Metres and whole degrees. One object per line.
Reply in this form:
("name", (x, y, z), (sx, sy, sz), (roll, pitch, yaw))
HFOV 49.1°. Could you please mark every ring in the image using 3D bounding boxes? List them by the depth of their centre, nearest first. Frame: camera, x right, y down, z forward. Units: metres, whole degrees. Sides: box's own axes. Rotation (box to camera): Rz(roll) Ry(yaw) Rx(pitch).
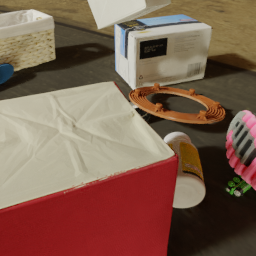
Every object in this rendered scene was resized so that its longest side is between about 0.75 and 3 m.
("ring", (1.494, -0.855, 8.503), (2.925, 0.281, 2.925), (7, 25, -3))

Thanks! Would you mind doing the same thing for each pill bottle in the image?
("pill bottle", (1.122, 0.826, 6.125), (0.919, 0.919, 1.652), (3, 36, 4))

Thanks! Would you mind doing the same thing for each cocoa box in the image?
("cocoa box", (1.188, -2.888, 10.401), (2.991, 1.995, 1.963), (-14, 38, -18))

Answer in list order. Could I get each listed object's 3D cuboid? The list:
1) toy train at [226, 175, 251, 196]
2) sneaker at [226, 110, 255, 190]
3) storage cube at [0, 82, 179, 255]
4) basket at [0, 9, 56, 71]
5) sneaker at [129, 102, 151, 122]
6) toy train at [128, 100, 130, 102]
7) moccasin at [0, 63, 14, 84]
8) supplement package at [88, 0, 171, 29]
("toy train", (2.687, 1.140, 6.251), (1.309, 0.273, 0.369), (-25, 46, -31))
("sneaker", (3.173, 0.860, 5.805), (1.420, 1.176, 2.977), (2, 49, -22))
("storage cube", (-0.862, 0.977, 4.572), (2.772, 2.491, 2.369), (-14, 38, -17))
("basket", (-4.657, -3.554, 11.502), (2.986, 1.842, 2.024), (-29, 45, -33))
("sneaker", (-0.327, -0.399, 8.159), (1.894, 0.700, 0.751), (-4, 26, -16))
("toy train", (-0.459, -0.757, 8.951), (1.571, 0.268, 0.360), (8, 48, 9))
("moccasin", (-5.057, -1.910, 10.081), (0.670, 0.791, 1.965), (24, 40, 21))
("supplement package", (-0.052, -2.556, 4.805), (0.978, 1.272, 1.330), (-11, 20, 31))
